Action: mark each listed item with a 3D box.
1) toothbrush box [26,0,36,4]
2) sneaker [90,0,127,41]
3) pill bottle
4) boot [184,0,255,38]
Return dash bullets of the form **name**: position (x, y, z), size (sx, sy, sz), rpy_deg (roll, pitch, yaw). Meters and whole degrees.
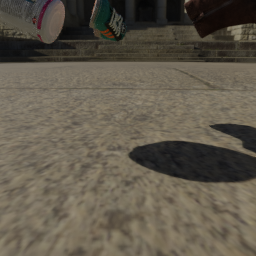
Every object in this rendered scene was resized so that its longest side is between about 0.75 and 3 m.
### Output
- **toothbrush box**: position (-1.775, -2.618, 3.550), size (1.860, 1.362, 0.793), rpy_deg (29, 8, 23)
- **sneaker**: position (-0.592, -3.698, 9.717), size (1.178, 1.053, 2.949), rpy_deg (16, 7, -3)
- **pill bottle**: position (-3.395, -3.782, 8.888), size (2.442, 1.384, 1.384), rpy_deg (23, 18, 1)
- **boot**: position (2.613, -2.741, 6.947), size (1.746, 2.099, 0.759), rpy_deg (-30, 8, 33)
